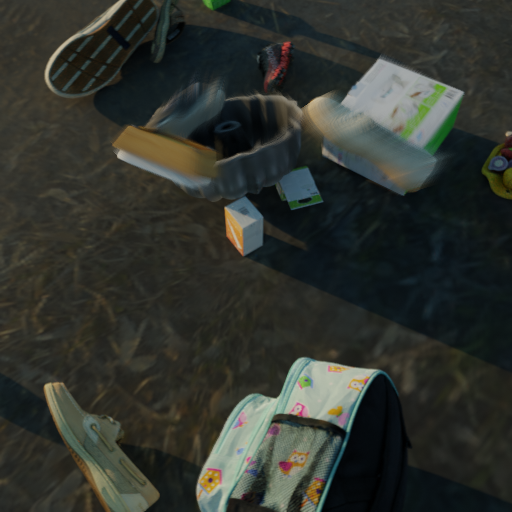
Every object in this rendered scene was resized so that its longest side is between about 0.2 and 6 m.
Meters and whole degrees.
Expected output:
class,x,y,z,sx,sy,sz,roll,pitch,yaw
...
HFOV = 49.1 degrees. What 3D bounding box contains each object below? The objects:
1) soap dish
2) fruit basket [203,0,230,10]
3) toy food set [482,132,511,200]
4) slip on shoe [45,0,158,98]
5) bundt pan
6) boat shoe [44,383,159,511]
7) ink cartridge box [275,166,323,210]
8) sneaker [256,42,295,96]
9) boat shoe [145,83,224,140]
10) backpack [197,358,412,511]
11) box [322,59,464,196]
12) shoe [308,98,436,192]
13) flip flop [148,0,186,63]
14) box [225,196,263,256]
class,x,y,z,sx,sy,sz,roll,pitch,yaw
soap dish,-1.310,-1.529,8.417,1.327,1.044,0.539,23,106,12
fruit basket,-0.944,-6.485,13.696,0.773,0.773,0.558,-37,65,-20
toy food set,5.194,-1.944,10.971,1.079,0.599,1.834,29,63,17
slip on shoe,-3.475,-4.653,12.493,0.946,1.188,3.124,9,59,55
bundt pan,-0.412,-1.939,10.333,2.756,1.034,2.756,-10,36,8
boat shoe,-2.269,2.708,8.062,0.745,0.823,2.310,-30,70,-26
ink cartridge box,0.802,-1.215,10.683,0.663,0.340,0.897,-15,61,-9
sneaker,0.327,-4.137,12.336,0.796,0.576,1.629,12,57,7
boat shoe,-1.399,-2.423,9.803,0.575,0.674,2.017,34,57,21
backpack,0.769,2.732,7.023,2.155,2.471,2.811,5,41,37
box,2.623,-2.569,10.919,1.883,1.032,2.134,29,66,21
shoe,1.782,-1.825,8.571,2.153,0.575,0.753,34,42,-5
flip flop,-1.983,-5.296,12.952,0.640,0.902,2.223,14,57,-15
box,-0.212,-0.513,9.914,0.441,0.905,0.563,-31,63,-17
